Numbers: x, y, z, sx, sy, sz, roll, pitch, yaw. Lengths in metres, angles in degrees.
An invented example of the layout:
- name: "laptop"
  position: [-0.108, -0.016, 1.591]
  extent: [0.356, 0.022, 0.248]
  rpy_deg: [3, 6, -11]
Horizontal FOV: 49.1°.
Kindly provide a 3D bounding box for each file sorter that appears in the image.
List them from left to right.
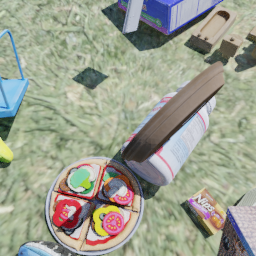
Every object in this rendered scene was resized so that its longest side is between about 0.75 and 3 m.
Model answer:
- name: "file sorter"
  position: [-4.094, -1.289, 6.737]
  extent: [2.689, 1.650, 1.866]
  rpy_deg: [-6, 34, -4]

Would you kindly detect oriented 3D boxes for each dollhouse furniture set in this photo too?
- name: "dollhouse furniture set"
  position: [3.425, -3.258, 8.092]
  extent: [2.220, 1.808, 2.111]
  rpy_deg: [33, 66, 17]

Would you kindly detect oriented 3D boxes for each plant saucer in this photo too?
- name: "plant saucer"
  position: [0.758, -0.158, 4.427]
  extent: [2.113, 2.113, 0.311]
  rpy_deg: [-40, 80, -20]

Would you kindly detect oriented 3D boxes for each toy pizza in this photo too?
- name: "toy pizza"
  position: [-0.743, 1.620, 6.215]
  extent: [2.196, 0.348, 2.196]
  rpy_deg: [0, 61, 0]

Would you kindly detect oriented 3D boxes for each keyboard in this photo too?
- name: "keyboard"
  position: [0.261, -3.187, 6.237]
  extent: [0.115, 2.149, 0.605]
  rpy_deg: [28, 39, 16]

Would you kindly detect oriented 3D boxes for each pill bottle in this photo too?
- name: "pill bottle"
  position: [1.027, 0.041, 6.546]
  extent: [1.317, 1.317, 2.422]
  rpy_deg: [32, 65, 17]

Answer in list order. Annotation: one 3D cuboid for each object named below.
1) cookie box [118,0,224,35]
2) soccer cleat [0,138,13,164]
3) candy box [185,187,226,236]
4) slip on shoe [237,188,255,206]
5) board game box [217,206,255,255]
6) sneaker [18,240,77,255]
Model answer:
- name: "cookie box"
  position: [1.464, -4.523, 9.040]
  extent: [2.892, 1.087, 2.474]
  rpy_deg: [-35, 58, -19]
- name: "soccer cleat"
  position: [-3.587, 0.107, 6.878]
  extent: [2.137, 0.691, 0.894]
  rpy_deg: [28, 60, 15]
- name: "candy box"
  position: [1.757, 1.826, 6.163]
  extent: [0.522, 0.253, 0.895]
  rpy_deg: [-29, 66, -16]
- name: "slip on shoe"
  position: [2.788, 1.721, 6.154]
  extent: [1.389, 0.514, 0.425]
  rpy_deg: [-32, 106, -26]
- name: "board game box"
  position: [1.750, 1.912, 3.865]
  extent: [0.620, 1.281, 1.022]
  rpy_deg: [0, 24, -3]
- name: "sneaker"
  position: [-1.105, 3.012, 5.071]
  extent: [2.513, 0.985, 1.130]
  rpy_deg: [33, 72, 13]
